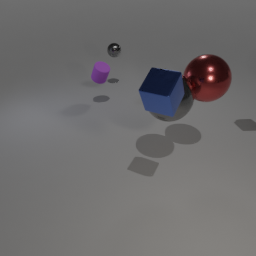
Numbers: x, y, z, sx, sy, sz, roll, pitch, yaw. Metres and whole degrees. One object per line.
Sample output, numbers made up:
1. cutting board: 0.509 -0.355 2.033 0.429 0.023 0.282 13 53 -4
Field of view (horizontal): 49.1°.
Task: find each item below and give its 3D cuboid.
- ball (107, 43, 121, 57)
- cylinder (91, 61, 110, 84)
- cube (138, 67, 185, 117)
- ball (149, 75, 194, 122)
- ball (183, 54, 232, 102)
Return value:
1. ball: -0.686 -3.865 13.917 0.700 0.700 0.700 0 30 0
2. cylinder: -1.194 -2.404 12.173 0.700 0.700 0.700 12 50 -15
3. cube: 0.742 -0.775 6.035 0.700 0.700 0.700 16 62 27
4. ball: 1.153 -0.879 7.896 1.400 1.400 1.400 0 30 0
5. ball: 2.337 -1.469 8.314 1.400 1.400 1.400 0 30 0
